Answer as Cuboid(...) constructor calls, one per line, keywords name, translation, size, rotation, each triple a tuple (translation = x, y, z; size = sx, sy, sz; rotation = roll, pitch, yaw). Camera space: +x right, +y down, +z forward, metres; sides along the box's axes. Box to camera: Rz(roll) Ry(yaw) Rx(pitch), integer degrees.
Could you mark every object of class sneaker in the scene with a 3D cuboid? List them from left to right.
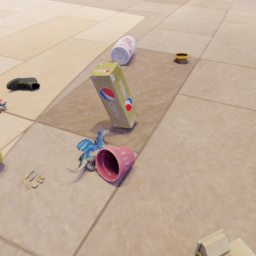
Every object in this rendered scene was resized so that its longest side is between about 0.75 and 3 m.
Cuboid(name="sneaker", translation=(-4.771, -1.975, 12.768), size=(1.409, 0.527, 0.749), rotation=(-22, 40, -28))

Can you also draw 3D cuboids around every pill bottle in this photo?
Cuboid(name="pill bottle", translation=(-0.208, -4.336, 15.430), size=(1.068, 1.068, 1.884), rotation=(8, 38, 11))

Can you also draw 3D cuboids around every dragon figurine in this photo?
Cuboid(name="dragon figurine", translation=(-1.270, 0.791, 9.057), size=(1.075, 0.636, 2.162), rotation=(30, 46, 33))

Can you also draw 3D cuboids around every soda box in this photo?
Cuboid(name="soda box", translation=(-0.424, -1.100, 9.962), size=(0.811, 2.395, 0.767), rotation=(4, 46, 29))

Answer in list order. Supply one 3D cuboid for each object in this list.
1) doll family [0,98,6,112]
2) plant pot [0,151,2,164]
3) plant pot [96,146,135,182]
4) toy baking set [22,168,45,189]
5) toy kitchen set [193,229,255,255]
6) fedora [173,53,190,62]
Cuboid(name="doll family", translation=(-5.383, -0.816, 11.465), size=(0.560, 0.407, 0.902), rotation=(22, 60, 16))
Cuboid(name="plant pot", translation=(-4.315, 0.905, 8.578), size=(0.711, 1.002, 1.002), rotation=(23, 13, -48))
Cuboid(name="plant pot", translation=(-0.313, 1.003, 8.571), size=(1.038, 1.038, 0.929), rotation=(29, 30, 33))
Cuboid(name="toy baking set", translation=(-2.895, 1.540, 8.538), size=(0.607, 0.092, 0.790), rotation=(-24, 44, -33))
Cuboid(name="toy kitchen set", translation=(2.034, 3.055, 5.406), size=(1.770, 1.444, 1.597), rotation=(-16, 40, -20))
Cuboid(name="fedora", translation=(2.941, -3.844, 15.366), size=(0.927, 0.378, 0.927), rotation=(-4, 32, 3))
